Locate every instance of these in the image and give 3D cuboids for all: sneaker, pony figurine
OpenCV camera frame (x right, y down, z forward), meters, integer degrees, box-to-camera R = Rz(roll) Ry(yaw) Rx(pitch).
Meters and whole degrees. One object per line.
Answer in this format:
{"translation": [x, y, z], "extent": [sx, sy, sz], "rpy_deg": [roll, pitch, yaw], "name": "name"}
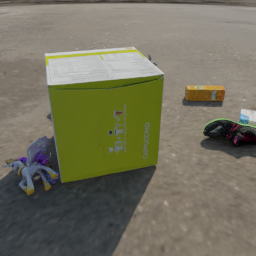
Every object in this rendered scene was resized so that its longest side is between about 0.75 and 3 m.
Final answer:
{"translation": [3.493, 0.180, 9.356], "extent": [1.918, 0.736, 0.803], "rpy_deg": [6, 27, 13], "name": "sneaker"}
{"translation": [-2.552, 1.056, 7.694], "extent": [1.374, 1.185, 1.423], "rpy_deg": [-33, 57, -30], "name": "pony figurine"}

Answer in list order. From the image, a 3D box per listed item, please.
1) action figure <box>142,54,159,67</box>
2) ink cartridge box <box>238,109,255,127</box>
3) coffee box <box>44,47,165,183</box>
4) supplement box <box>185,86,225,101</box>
{"translation": [0.566, -3.038, 14.450], "extent": [2.115, 1.376, 0.734], "rpy_deg": [-13, 8, 7], "name": "action figure"}
{"translation": [4.837, -0.151, 10.105], "extent": [1.576, 0.535, 0.907], "rpy_deg": [12, 32, 20], "name": "ink cartridge box"}
{"translation": [-0.823, -0.572, 8.433], "extent": [2.922, 2.918, 2.890], "rpy_deg": [-8, 31, -14], "name": "coffee box"}
{"translation": [3.423, -1.563, 12.531], "extent": [1.673, 0.576, 0.557], "rpy_deg": [-1, 28, 3], "name": "supplement box"}
